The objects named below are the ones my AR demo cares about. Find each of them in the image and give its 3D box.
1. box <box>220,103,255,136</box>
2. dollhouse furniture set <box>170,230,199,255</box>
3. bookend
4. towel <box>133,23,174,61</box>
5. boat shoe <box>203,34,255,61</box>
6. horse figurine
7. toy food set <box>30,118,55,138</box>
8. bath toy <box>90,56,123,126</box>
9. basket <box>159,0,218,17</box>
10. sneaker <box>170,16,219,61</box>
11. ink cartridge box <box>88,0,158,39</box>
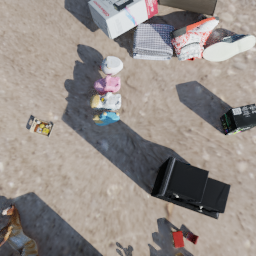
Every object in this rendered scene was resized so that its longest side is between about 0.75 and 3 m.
[{"bbox_3d":[3.964,-0.274,9.970,0.899,1.211,0.752,-12,77,-3],"label":"box"},{"bbox_3d":[2.089,4.279,9.084,1.010,0.763,1.876,-9,76,-2],"label":"dollhouse furniture set"},{"bbox_3d":[2.132,1.980,8.784,2.480,2.465,1.142,19,76,3],"label":"bookend"},{"bbox_3d":[0.991,-3.416,11.014,1.604,0.686,1.328,4,75,1],"label":"towel"},{"bbox_3d":[3.914,-3.219,11.108,2.080,0.757,0.642,-17,33,3],"label":"boat shoe"},{"bbox_3d":[-3.578,3.790,8.992,2.484,1.646,0.620,47,110,5],"label":"horse figurine"},{"bbox_3d":[-3.183,-0.015,10.410,0.785,0.237,0.563,17,77,4],"label":"toy food set"},{"bbox_3d":[-0.776,-1.402,10.292,1.111,0.944,2.554,8,71,-12],"label":"bath toy"},{"bbox_3d":[2.439,-5.373,11.074,2.198,1.495,1.982,12,38,9],"label":"basket"},{"bbox_3d":[2.751,-3.462,11.032,2.479,0.828,1.329,-28,108,-28],"label":"sneaker"},{"bbox_3d":[-0.196,-4.699,10.955,2.221,0.920,1.619,-32,57,-8],"label":"ink cartridge box"}]
